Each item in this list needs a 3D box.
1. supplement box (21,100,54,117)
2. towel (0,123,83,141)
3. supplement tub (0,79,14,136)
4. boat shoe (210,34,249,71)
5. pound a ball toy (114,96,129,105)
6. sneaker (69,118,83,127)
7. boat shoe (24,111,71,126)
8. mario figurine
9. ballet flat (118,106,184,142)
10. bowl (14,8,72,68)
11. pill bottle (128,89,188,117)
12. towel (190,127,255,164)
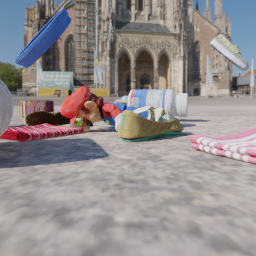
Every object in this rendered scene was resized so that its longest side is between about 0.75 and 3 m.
[{"bbox_3d":[-5.075,-1.072,15.719,1.723,0.951,0.738,2,6,21],"label":"supplement box"},{"bbox_3d":[-2.530,0.079,7.724,1.580,0.246,2.185,5,7,33],"label":"towel"},{"bbox_3d":[-2.926,-0.339,4.720,1.664,1.664,2.522,-1,5,-14],"label":"supplement tub"},{"bbox_3d":[4.280,-3.159,11.584,1.974,0.612,0.711,48,17,19],"label":"boat shoe"},{"bbox_3d":[0.281,-1.147,15.277,1.844,1.201,2.827,0,6,5],"label":"pound a ball toy"},{"bbox_3d":[-1.848,-0.236,10.491,0.446,0.322,0.850,4,8,39],"label":"sneaker"},{"bbox_3d":[-2.738,-0.239,9.494,0.583,0.649,1.755,-13,-6,43],"label":"boat shoe"},{"bbox_3d":[-0.651,-0.249,8.648,2.868,1.520,1.770,9,-32,-10],"label":"mario figurine"},{"bbox_3d":[0.740,-0.168,7.320,0.878,0.806,2.558,4,7,37],"label":"ballet flat"},{"bbox_3d":[-2.506,-2.638,8.340,0.423,2.157,2.157,43,-16,-26],"label":"bowl"},{"bbox_3d":[1.402,-1.042,12.870,2.612,1.466,1.466,3,6,14],"label":"pill bottle"},{"bbox_3d":[2.507,0.308,4.751,1.797,0.367,2.456,-4,7,-27],"label":"towel"}]
